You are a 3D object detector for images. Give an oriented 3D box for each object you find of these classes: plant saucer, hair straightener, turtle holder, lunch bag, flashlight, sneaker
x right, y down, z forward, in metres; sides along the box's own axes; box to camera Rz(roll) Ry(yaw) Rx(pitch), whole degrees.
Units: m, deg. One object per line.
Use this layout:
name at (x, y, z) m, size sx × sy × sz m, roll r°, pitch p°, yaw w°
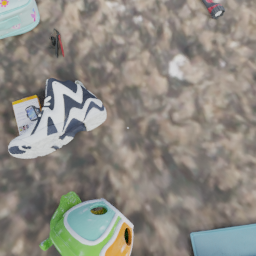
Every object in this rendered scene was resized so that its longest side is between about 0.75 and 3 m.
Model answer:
plant saucer at (2.610, 2.715, 6.575) m, size 2.229 × 0.211 × 0.779 m, roll -8°, pitch 68°, yaw -2°
hair straightener at (-2.270, -2.641, 8.702) m, size 0.436 × 0.232 × 1.133 m, roll -13°, pitch 69°, yaw -5°
turtle holder at (-0.808, 2.358, 6.118) m, size 1.639 × 2.158 × 1.532 m, roll 46°, pitch 73°, yaw -17°
lunch bag at (-4.402, -3.736, 8.651) m, size 2.964 × 1.142 × 2.377 m, roll -24°, pitch 73°, yaw -9°
flashlight at (2.700, -4.204, 9.216) m, size 0.444 × 0.446 × 1.312 m, roll -19°, pitch 70°, yaw -6°
sneaker at (-2.059, -0.424, 7.386) m, size 2.617 × 1.045 × 1.703 m, roll -30°, pitch 70°, yaw -11°

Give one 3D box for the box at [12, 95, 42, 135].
box at (-2.718, -0.278, 7.761) m, size 0.707 × 0.246 × 1.187 m, roll -18°, pitch 72°, yaw -7°
